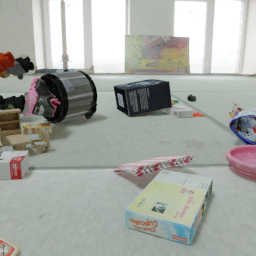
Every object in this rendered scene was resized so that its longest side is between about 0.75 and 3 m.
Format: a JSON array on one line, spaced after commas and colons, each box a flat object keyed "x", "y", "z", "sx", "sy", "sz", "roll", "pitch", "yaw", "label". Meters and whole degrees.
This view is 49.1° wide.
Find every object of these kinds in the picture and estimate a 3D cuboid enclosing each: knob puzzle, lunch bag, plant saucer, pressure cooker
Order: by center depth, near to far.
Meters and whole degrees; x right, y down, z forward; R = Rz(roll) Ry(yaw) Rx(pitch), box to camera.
[{"x": -2.024, "y": 1.671, "z": 3.603, "sx": 1.285, "sy": 0.178, "sz": 1.285, "roll": 0, "pitch": 14, "yaw": 0, "label": "knob puzzle"}, {"x": 3.117, "y": 0.820, "z": 6.485, "sx": 1.636, "sy": 0.415, "sz": 1.636, "roll": -1, "pitch": 14, "yaw": 0, "label": "plant saucer"}, {"x": 4.091, "y": -0.031, "z": 8.461, "sx": 1.820, "sy": 1.127, "sz": 1.547, "roll": 16, "pitch": 20, "yaw": 25, "label": "lunch bag"}, {"x": -2.403, "y": -1.344, "z": 11.749, "sx": 2.071, "sy": 2.039, "sz": 2.318, "roll": 15, "pitch": 24, "yaw": 37, "label": "pressure cooker"}]

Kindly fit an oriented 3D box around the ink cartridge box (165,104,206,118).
[{"x": 2.648, "y": -0.813, "z": 13.068, "sx": 1.399, "sy": 0.355, "sz": 1.588, "roll": -5, "pitch": 15, "yaw": -14, "label": "ink cartridge box"}]

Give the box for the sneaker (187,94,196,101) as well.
[{"x": 3.804, "y": -1.832, "z": 17.139, "sx": 0.443, "sy": 0.370, "sz": 0.975, "roll": -12, "pitch": 12, "yaw": -9, "label": "sneaker"}]

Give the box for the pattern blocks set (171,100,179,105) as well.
[{"x": 1.756, "y": -1.395, "z": 15.675, "sx": 2.315, "sy": 0.188, "sz": 2.035, "roll": -10, "pitch": 17, "yaw": -33, "label": "pattern blocks set"}]

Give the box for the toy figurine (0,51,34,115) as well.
[{"x": -5.242, "y": -1.796, "z": 12.233, "sx": 1.956, "sy": 2.812, "sz": 2.768, "roll": -15, "pitch": 9, "yaw": 7, "label": "toy figurine"}]

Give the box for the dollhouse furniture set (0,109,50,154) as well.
[{"x": -3.216, "y": 0.117, "z": 7.956, "sx": 1.487, "sy": 1.053, "sz": 1.619, "roll": -10, "pitch": 17, "yaw": -32, "label": "dollhouse furniture set"}]

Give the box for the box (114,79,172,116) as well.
[{"x": 0.653, "y": -1.538, "z": 13.462, "sx": 2.166, "sy": 1.272, "sz": 2.130, "roll": -12, "pitch": 16, "yaw": -15, "label": "box"}]

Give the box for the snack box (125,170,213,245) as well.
[{"x": 0.799, "y": 1.259, "z": 4.897, "sx": 1.044, "sy": 0.333, "sz": 1.796, "roll": 7, "pitch": 16, "yaw": 25, "label": "snack box"}]

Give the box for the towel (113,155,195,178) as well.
[{"x": 0.574, "y": 0.846, "z": 6.339, "sx": 1.555, "sy": 0.233, "sz": 1.138, "roll": -7, "pitch": -2, "yaw": -28, "label": "towel"}]

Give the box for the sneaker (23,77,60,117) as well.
[{"x": -2.863, "y": -0.990, "z": 9.517, "sx": 1.082, "sy": 0.897, "sz": 2.269, "roll": 13, "pitch": 27, "yaw": -20, "label": "sneaker"}]

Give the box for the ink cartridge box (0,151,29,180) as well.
[{"x": -2.864, "y": 0.838, "z": 6.363, "sx": 1.038, "sy": 0.434, "sz": 0.749, "roll": -2, "pitch": 14, "yaw": -7, "label": "ink cartridge box"}]

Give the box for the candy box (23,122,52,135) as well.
[{"x": -3.230, "y": 0.012, "z": 9.962, "sx": 0.960, "sy": 0.265, "sz": 0.554, "roll": -4, "pitch": 16, "yaw": -19, "label": "candy box"}]

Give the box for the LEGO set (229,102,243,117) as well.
[{"x": 4.929, "y": -0.704, "z": 11.931, "sx": 0.852, "sy": 0.689, "sz": 1.851, "roll": -4, "pitch": 15, "yaw": -16, "label": "LEGO set"}]
